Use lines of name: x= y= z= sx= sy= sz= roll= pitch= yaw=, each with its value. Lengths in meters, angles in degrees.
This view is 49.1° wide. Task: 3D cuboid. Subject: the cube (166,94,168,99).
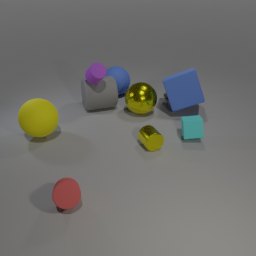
cube: x=2.233 y=-1.910 z=13.707 sx=0.700 sy=0.700 sz=0.700 roll=0 pitch=64 yaw=1

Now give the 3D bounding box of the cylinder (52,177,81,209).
cylinder: x=-1.581 y=1.667 z=7.220 sx=0.700 sy=0.700 sz=0.700 roll=-7 pitch=-1 yaw=-13

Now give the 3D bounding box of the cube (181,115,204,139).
cube: x=2.352 y=-0.033 z=10.278 sx=0.700 sy=0.700 sz=0.700 roll=-5 pitch=13 yaw=7

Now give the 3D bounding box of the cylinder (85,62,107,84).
cylinder: x=-1.333 y=-2.244 z=11.537 sx=0.700 sy=0.700 sz=0.700 roll=-18 pitch=-2 yaw=-30

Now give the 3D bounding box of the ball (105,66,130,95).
ball: x=-0.586 y=-2.349 z=13.880 sx=1.400 sy=1.400 sz=1.400 roll=0 pitch=29 yaw=0

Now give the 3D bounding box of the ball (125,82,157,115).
ball: x=0.558 y=-1.278 z=12.114 sx=1.400 sy=1.400 sz=1.400 roll=0 pitch=29 yaw=0

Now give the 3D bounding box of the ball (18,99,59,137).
ball: x=-3.244 y=-0.367 z=10.171 sx=1.400 sy=1.400 sz=1.400 roll=0 pitch=29 yaw=0

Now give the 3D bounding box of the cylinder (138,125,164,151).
cylinder: x=0.801 y=0.350 z=9.857 sx=0.700 sy=0.700 sz=0.700 roll=-11 pitch=30 yaw=-19

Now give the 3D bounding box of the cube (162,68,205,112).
cube: x=2.412 y=-1.682 z=12.132 sx=1.400 sy=1.400 sz=1.400 roll=-18 pitch=11 yaw=15

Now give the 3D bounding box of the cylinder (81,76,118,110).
cylinder: x=-1.298 y=-1.570 z=12.599 sx=1.400 sy=1.400 sz=1.400 roll=-9 pitch=30 yaw=-16
